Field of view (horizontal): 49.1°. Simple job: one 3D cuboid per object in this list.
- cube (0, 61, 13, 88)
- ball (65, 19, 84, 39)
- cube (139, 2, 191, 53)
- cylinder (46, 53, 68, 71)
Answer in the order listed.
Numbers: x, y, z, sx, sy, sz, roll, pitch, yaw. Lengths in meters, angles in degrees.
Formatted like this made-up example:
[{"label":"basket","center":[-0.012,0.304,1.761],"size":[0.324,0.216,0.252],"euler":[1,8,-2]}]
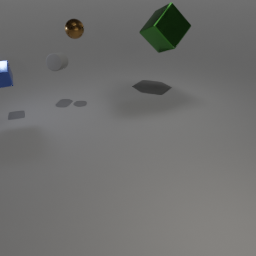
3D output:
[{"label":"cube","center":[-4.794,-2.011,10.572],"size":[0.700,0.700,0.700],"euler":[-12,51,-13]},{"label":"ball","center":[-1.954,-3.618,10.227],"size":[0.700,0.700,0.700],"euler":[0,29,0]},{"label":"cube","center":[1.656,-4.446,12.595],"size":[1.400,1.400,1.400],"euler":[-54,23,-10]},{"label":"cylinder","center":[-2.919,-2.742,11.582],"size":[0.700,0.700,0.700],"euler":[5,19,10]}]
